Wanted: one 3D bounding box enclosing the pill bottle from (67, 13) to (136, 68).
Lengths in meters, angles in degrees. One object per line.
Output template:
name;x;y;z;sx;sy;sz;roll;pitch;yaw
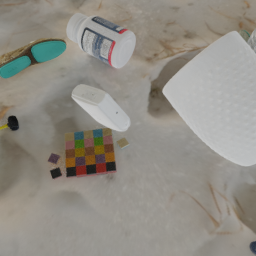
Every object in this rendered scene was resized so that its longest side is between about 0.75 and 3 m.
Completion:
pill bottle;-1.095;-3.527;11.030;2.488;1.488;1.488;31;65;16

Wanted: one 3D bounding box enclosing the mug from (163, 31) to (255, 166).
mug;2.544;-0.590;6.741;2.525;2.126;2.880;53;28;6

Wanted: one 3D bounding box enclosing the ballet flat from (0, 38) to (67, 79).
ballet flat;-3.886;-2.954;11.023;2.936;1.035;0.958;-28;55;-18

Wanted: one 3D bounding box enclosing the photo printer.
photo printer;-0.512;-0.369;5.758;0.947;1.138;0.395;23;74;40

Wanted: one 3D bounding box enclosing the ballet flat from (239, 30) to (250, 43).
ballet flat;4.823;-3.022;11.188;0.741;0.784;2.327;-25;60;7

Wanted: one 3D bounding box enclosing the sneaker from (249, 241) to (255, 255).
sneaker;4.030;3.398;7.614;1.304;0.535;0.457;17;62;10

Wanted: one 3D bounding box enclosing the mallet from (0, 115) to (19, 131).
mallet;-4.588;-0.008;9.736;1.563;0.322;0.515;-16;62;-4

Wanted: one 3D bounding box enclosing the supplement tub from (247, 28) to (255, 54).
supplement tub;4.420;-1.938;9.344;1.704;2.781;1.704;2;60;-3

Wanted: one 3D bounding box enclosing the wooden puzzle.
wooden puzzle;-1.284;0.808;9.297;2.717;0.191;1.611;-7;60;-4
